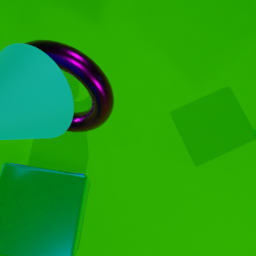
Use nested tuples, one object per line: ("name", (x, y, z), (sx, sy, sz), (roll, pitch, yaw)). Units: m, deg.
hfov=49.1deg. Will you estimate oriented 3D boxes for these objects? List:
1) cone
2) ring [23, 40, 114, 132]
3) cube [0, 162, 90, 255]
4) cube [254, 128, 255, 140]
("cone", (-1.645, -0.174, 3.409), (1.396, 1.396, 1.401), (35, 38, 8))
("ring", (-1.236, -0.664, 5.095), (2.037, 2.037, 0.407), (16, 51, 4))
("cube", (-1.376, 1.362, 4.591), (1.276, 1.276, 1.276), (9, 74, -3))
("cube", (2.689, 0.676, 3.822), (1.375, 1.375, 1.375), (-17, 106, 21))
